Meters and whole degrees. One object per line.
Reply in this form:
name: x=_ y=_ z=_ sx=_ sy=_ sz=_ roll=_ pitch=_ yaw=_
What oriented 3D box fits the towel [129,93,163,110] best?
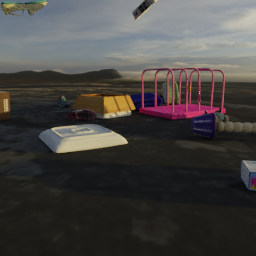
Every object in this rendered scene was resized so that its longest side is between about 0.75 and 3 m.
towel: x=0.561 y=-1.238 z=13.447 sx=1.833 sy=0.615 sz=2.483 roll=-8 pitch=12 yaw=-4

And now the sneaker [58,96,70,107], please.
sneaker: x=-3.189 y=-1.308 z=13.764 sx=0.435 sy=0.511 sz=1.168 roll=-8 pitch=14 yaw=-35

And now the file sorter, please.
file sorter: x=2.231 y=-1.505 z=11.393 sx=2.941 sy=1.844 sz=2.044 roll=-8 pitch=13 yaw=-33

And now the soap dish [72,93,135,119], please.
soap dish: x=-0.976 y=-0.929 z=11.100 sx=1.612 sy=0.832 sz=2.049 roll=-11 pitch=15 yaw=-42

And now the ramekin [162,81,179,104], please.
ramekin: x=2.237 y=-1.872 z=14.887 sx=0.603 sy=1.235 sz=1.235 roll=-9 pitch=12 yaw=-2

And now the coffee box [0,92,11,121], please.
coffee box: x=-5.250 y=-0.828 z=10.190 sx=1.772 sy=1.013 sz=0.706 roll=5 pitch=12 yaw=17

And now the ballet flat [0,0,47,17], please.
ballet flat: x=-3.909 y=-4.523 z=10.610 sx=1.683 sy=0.585 sz=0.585 roll=-11 pitch=15 yaw=-19

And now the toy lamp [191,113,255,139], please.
toy lamp: x=2.860 y=-0.032 z=7.137 sx=2.438 sy=0.710 sz=0.710 roll=3 pitch=12 yaw=8

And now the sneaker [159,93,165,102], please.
sneaker: x=2.083 y=-1.677 z=16.002 sx=0.551 sy=0.461 sz=1.214 roll=9 pitch=18 yaw=-6

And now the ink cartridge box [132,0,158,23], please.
ink cartridge box: x=0.709 y=-4.447 z=10.029 sx=0.858 sy=0.338 sz=1.726 roll=-47 pitch=14 yaw=-21

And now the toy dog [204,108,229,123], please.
toy dog: x=2.924 y=-0.471 z=9.598 sx=0.732 sy=0.534 sz=1.109 roll=-9 pitch=15 yaw=-39

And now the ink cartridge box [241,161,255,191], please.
ink cartridge box: x=2.203 y=0.732 z=4.247 sx=0.824 sy=0.314 sz=0.562 roll=0 pitch=11 yaw=10

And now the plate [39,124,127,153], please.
plate: x=-1.181 y=0.182 z=7.037 sx=1.788 sy=0.289 sz=1.784 roll=-6 pitch=14 yaw=-28

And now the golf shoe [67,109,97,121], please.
golf shoe: x=-1.616 y=-0.493 z=10.062 sx=1.087 sy=0.395 sz=0.501 roll=2 pitch=12 yaw=8
